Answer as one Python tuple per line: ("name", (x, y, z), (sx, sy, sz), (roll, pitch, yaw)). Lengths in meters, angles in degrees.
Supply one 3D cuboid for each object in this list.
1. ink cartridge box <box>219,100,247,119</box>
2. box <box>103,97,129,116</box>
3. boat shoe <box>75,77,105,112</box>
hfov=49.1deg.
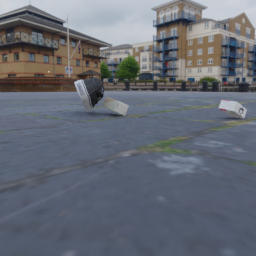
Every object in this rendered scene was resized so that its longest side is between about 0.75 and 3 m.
("ink cartridge box", (3.326, -0.597, 8.881), (0.758, 0.320, 0.548), (23, -3, -42))
("box", (-0.449, -0.785, 10.024), (0.480, 0.393, 1.011), (22, 3, -35))
("boat shoe", (-1.283, -1.282, 10.050), (0.938, 0.990, 2.832), (-23, -4, -5))
